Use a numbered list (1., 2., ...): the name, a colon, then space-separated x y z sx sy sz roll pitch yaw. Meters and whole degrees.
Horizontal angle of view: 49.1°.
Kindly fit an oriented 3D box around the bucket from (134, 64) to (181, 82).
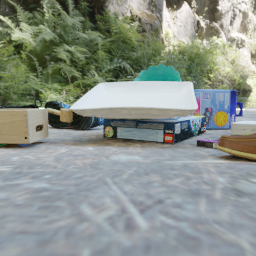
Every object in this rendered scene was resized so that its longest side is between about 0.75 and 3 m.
1. bucket: 1.387 -1.441 12.267 2.303 2.303 1.498 2 -28 23

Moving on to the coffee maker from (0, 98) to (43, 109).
1. coffee maker: -3.400 -0.394 8.712 0.811 1.156 1.204 20 15 24

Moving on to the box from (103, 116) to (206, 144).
1. box: 0.916 -0.051 8.133 1.996 0.551 2.922 3 6 30

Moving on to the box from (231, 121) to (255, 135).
1. box: 4.214 0.022 8.297 1.895 0.390 1.477 5 7 35

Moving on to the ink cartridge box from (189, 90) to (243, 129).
1. ink cartridge box: 3.110 -0.677 10.185 2.080 1.419 0.794 -1 5 -12

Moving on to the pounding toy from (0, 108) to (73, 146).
1. pounding toy: -2.201 -0.048 6.643 1.810 0.828 1.590 0 5 5

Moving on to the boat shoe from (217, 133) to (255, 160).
1. boat shoe: 2.607 0.191 4.763 2.074 0.701 0.747 1 6 15

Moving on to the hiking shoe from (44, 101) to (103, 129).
1. hiking shoe: -2.097 -0.388 10.586 2.708 1.007 1.174 15 5 35

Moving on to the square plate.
1. square plate: 0.292 -0.772 7.388 2.868 0.408 2.841 1 21 10

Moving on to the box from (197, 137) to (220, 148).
1. box: 2.027 0.327 6.322 0.611 0.154 0.855 6 9 42
